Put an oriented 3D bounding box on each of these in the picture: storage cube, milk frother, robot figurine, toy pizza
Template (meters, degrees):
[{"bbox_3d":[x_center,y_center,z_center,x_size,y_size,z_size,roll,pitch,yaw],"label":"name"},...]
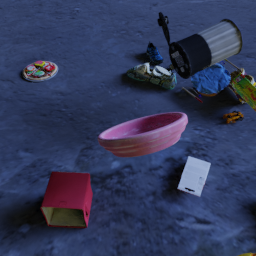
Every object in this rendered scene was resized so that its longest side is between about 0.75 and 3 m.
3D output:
[{"bbox_3d":[-1.777,2.140,8.395,1.365,1.167,1.227,3,45,3],"label":"storage cube"},{"bbox_3d":[2.566,-3.496,10.583,2.318,2.464,2.224,-27,25,-10],"label":"milk frother"},{"bbox_3d":[4.393,-0.450,11.596,0.806,0.235,0.584,-10,46,-9],"label":"robot figurine"},{"bbox_3d":[-4.391,-2.916,13.982,1.750,0.277,1.750,0,46,0],"label":"toy pizza"}]

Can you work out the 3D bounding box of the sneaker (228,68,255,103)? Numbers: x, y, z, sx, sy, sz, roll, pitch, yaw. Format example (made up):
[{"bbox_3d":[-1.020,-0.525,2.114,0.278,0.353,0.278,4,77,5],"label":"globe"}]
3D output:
[{"bbox_3d":[5.059,-1.766,12.464,1.062,1.277,2.834,-26,17,19],"label":"sneaker"}]

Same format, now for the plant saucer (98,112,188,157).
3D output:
[{"bbox_3d":[0.407,0.178,7.198,2.327,0.590,2.327,-15,10,3],"label":"plant saucer"}]

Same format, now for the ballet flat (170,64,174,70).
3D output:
[{"bbox_3d":[2.601,-3.243,14.323,1.089,0.384,0.355,-30,79,-23],"label":"ballet flat"}]

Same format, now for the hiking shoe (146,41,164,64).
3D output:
[{"bbox_3d":[1.379,-3.919,14.703,0.562,0.655,1.511,-20,49,-18],"label":"hiking shoe"}]

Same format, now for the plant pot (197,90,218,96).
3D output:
[{"bbox_3d":[3.714,-2.012,12.812,0.986,0.690,0.986,1,46,-1],"label":"plant pot"}]

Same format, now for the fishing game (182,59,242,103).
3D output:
[{"bbox_3d":[3.639,-2.174,12.428,2.415,0.375,1.729,-42,58,-6],"label":"fishing game"}]

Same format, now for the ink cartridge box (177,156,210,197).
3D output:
[{"bbox_3d":[2.207,1.678,9.421,0.786,0.363,1.443,17,49,16],"label":"ink cartridge box"}]

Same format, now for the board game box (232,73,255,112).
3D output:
[{"bbox_3d":[3.675,-0.929,8.282,0.332,0.707,1.393,-39,69,10],"label":"board game box"}]

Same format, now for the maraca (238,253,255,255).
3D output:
[{"bbox_3d":[3.479,3.791,6.644,2.469,1.321,1.693,11,20,2],"label":"maraca"}]

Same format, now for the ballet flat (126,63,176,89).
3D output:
[{"bbox_3d":[1.118,-2.636,13.299,2.578,0.957,0.957,19,48,18],"label":"ballet flat"}]
